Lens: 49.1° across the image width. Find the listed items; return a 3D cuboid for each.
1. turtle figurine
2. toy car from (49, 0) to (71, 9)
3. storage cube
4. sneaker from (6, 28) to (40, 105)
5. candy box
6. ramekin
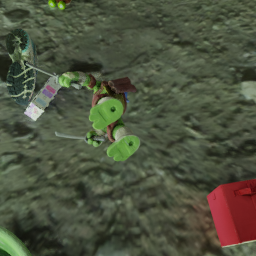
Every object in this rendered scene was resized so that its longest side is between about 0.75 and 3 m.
[{"bbox_3d":[-0.934,-0.266,6.357,2.641,1.900,2.560,1,22,-20],"label":"turtle figurine"},{"bbox_3d":[-2.487,-4.985,10.129,0.768,0.973,0.799,17,60,10],"label":"toy car"},{"bbox_3d":[2.453,1.789,5.893,1.083,1.268,1.139,-8,65,-5],"label":"storage cube"},{"bbox_3d":[-2.841,-1.669,7.986,0.832,0.926,2.145,-6,81,12],"label":"sneaker"},{"bbox_3d":[-2.272,-0.837,7.625,0.395,0.927,1.105,37,59,-18],"label":"candy box"},{"bbox_3d":[-2.819,3.278,4.833,2.991,1.461,2.991,0,59,0],"label":"ramekin"}]
